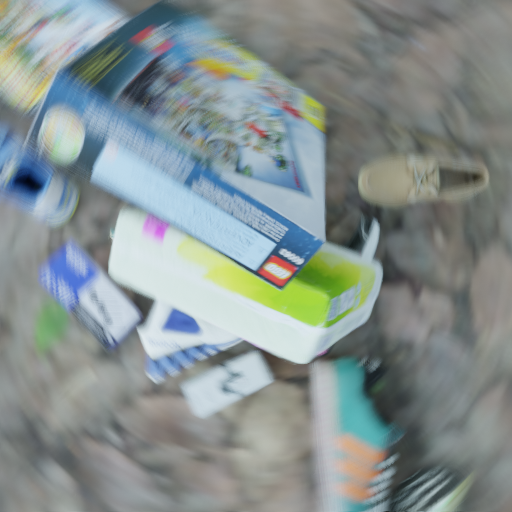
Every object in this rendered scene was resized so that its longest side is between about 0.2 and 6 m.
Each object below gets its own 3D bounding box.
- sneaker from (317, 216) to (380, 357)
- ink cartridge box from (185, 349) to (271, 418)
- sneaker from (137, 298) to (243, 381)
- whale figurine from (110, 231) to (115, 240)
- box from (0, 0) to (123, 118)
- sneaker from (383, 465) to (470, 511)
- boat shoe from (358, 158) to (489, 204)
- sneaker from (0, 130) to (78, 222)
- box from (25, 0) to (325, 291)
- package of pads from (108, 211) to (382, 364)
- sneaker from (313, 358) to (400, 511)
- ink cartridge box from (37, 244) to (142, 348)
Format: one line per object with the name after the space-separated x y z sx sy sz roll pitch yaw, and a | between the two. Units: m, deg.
1.169 0.348 8.917 1.020 0.949 2.362 26 81 12 | sneaker
-0.426 1.972 8.794 1.225 0.898 0.509 -25 86 -3 | ink cartridge box
-0.920 0.894 8.827 2.297 0.928 1.326 -27 91 0 | sneaker
-2.158 -0.320 9.100 0.445 0.560 0.290 28 95 3 | whale figurine
-3.015 -3.102 9.272 3.074 0.579 2.099 36 87 2 | box
2.526 4.486 8.689 1.217 1.056 2.746 36 94 -8 | sneaker
2.648 -1.239 8.879 2.048 0.661 0.730 -6 91 -11 | boat shoe
-3.959 -1.444 8.990 2.302 0.947 0.851 32 89 3 | sneaker
-0.547 -1.766 7.165 2.955 4.326 0.815 31 121 -13 | box
-0.039 0.210 7.740 3.115 2.407 1.062 23 107 24 | package of pads
1.626 3.162 8.596 1.260 1.125 3.152 -6 85 4 | sneaker
-2.705 0.649 9.143 0.764 0.359 1.624 -45 87 -3 | ink cartridge box
